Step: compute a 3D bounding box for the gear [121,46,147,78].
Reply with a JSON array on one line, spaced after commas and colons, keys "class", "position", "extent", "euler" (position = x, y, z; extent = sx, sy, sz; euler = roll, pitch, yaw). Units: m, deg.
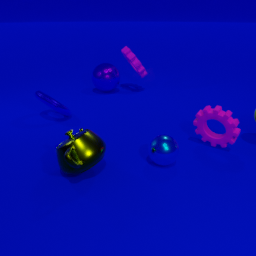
[{"class": "gear", "position": [0.266, -2.753, 11.775], "extent": [0.268, 1.449, 1.449], "euler": [-38, 26, 4]}]

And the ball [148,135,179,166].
[{"class": "ball", "position": [0.804, 0.500, 6.325], "extent": [0.703, 0.703, 0.703], "euler": [0, 23, 0]}]

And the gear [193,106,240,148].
[{"class": "gear", "position": [2.170, -0.027, 6.905], "extent": [1.100, 1.100, 0.203], "euler": [16, 43, 34]}]

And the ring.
[{"class": "ring", "position": [-2.403, -0.783, 9.025], "extent": [1.311, 0.262, 1.311], "euler": [33, -2, 1]}]

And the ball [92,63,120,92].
[{"class": "ball", "position": [-0.928, -2.129, 11.821], "extent": [1.210, 1.210, 1.210], "euler": [0, 23, 0]}]

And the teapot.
[{"class": "teapot", "position": [-1.045, 0.417, 6.003], "extent": [1.093, 0.861, 1.759], "euler": [-28, 11, 9]}]

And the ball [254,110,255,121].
[{"class": "ball", "position": [3.547, -0.316, 6.995], "extent": [0.723, 0.723, 0.723], "euler": [0, 23, 0]}]
